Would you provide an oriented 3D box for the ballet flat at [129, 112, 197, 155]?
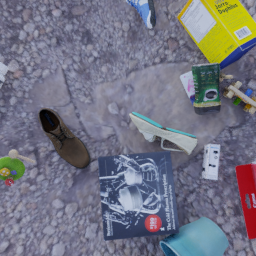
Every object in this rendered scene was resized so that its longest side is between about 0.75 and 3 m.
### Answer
[{"bbox_3d":[1.278,0.279,10.951,2.869,0.996,0.996,22,83,3],"label":"ballet flat"}]

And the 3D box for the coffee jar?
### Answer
[{"bbox_3d":[3.058,-1.501,10.915,1.025,0.839,1.966,-7,103,-8],"label":"coffee jar"}]

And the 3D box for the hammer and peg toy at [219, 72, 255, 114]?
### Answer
[{"bbox_3d":[4.198,-1.361,10.866,1.990,1.464,0.702,37,103,3],"label":"hammer and peg toy"}]

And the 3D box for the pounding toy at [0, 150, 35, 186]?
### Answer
[{"bbox_3d":[-3.599,1.327,8.619,1.213,0.563,0.936,-40,122,15],"label":"pounding toy"}]

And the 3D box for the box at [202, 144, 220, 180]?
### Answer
[{"bbox_3d":[3.204,1.318,10.851,0.403,0.782,1.340,7,84,1],"label":"box"}]

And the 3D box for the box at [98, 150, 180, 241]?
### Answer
[{"bbox_3d":[0.319,2.392,10.275,2.617,1.496,2.875,-5,81,-2],"label":"box"}]

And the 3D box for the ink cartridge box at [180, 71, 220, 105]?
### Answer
[{"bbox_3d":[2.987,-1.787,11.501,1.292,0.285,1.316,-23,82,-3],"label":"ink cartridge box"}]

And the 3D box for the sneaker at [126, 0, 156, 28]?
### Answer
[{"bbox_3d":[0.477,-5.284,11.661,1.052,1.034,2.732,-17,74,5],"label":"sneaker"}]

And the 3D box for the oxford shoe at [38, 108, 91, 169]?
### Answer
[{"bbox_3d":[-2.547,0.432,10.754,1.055,1.226,2.903,-42,86,-7],"label":"oxford shoe"}]

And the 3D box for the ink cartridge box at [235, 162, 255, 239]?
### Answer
[{"bbox_3d":[5.706,2.676,10.437,2.621,1.252,2.986,-9,83,0],"label":"ink cartridge box"}]

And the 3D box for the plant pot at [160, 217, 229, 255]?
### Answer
[{"bbox_3d":[2.473,4.262,9.988,1.855,1.974,1.974,-35,84,-19],"label":"plant pot"}]

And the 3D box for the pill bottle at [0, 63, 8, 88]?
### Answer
[{"bbox_3d":[-5.604,-1.775,11.086,1.070,1.070,1.891,24,84,3],"label":"pill bottle"}]

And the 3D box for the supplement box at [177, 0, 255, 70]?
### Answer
[{"bbox_3d":[3.568,-3.968,10.918,1.566,1.556,2.859,-31,84,-26],"label":"supplement box"}]
